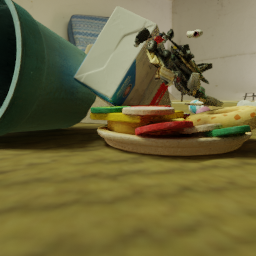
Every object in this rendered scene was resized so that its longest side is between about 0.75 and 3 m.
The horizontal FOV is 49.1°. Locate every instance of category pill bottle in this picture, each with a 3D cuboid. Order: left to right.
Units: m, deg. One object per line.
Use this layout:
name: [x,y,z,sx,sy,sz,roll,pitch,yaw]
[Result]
pill bottle: [3.263,-0.923,12.599,0.650,0.650,1.173,-2,7,-14]

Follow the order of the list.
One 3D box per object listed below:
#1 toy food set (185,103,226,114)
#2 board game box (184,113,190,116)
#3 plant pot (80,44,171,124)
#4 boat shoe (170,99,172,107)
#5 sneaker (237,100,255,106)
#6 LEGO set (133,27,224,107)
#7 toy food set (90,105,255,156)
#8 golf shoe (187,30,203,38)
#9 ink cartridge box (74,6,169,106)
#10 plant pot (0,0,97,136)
toy food set: [3.060,-0.338,8.821,1.689,0.418,2.657,-1,15,-29]
board game box: [2.139,-0.584,11.969,0.571,0.154,0.952,-8,10,-25]
plant pot: [-0.144,-1.513,9.657,2.850,2.526,2.854,3,8,22]
boat shoe: [0.679,-1.277,14.150,2.949,1.059,0.878,3,2,-4]
sneaker: [5.105,-0.671,10.489,2.209,0.836,1.016,-13,19,-30]
LEGO set: [0.971,-1.166,5.718,2.928,1.901,0.830,11,-44,-47]
toy food set: [0.821,-0.063,5.113,2.840,0.691,2.811,6,9,39]
golf shoe: [2.434,-3.328,9.927,0.759,0.286,0.347,-20,22,-30]
ink cartridge box: [0.132,-1.194,6.686,0.998,1.724,2.967,31,-1,18]
plant pot: [-2.315,-1.140,6.198,2.953,2.953,2.892,3,0,27]
